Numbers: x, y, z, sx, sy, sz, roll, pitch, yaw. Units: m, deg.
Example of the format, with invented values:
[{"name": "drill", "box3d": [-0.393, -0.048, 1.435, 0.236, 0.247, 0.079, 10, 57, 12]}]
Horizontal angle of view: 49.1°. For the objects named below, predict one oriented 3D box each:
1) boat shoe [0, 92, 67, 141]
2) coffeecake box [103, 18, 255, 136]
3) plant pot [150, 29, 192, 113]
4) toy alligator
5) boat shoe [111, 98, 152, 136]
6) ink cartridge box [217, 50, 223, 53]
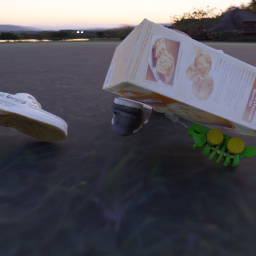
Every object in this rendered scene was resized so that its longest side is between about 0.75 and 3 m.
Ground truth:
[{"name": "boat shoe", "box3d": [-2.415, -0.423, 6.478, 2.494, 0.883, 0.864, 17, 55, 14]}, {"name": "coffeecake box", "box3d": [1.112, -0.766, 5.275, 2.775, 1.014, 2.130, 18, 0, -14]}, {"name": "plant pot", "box3d": [1.042, -1.403, 8.275, 2.406, 2.406, 1.615, -3, 58, -9]}, {"name": "toy alligator", "box3d": [1.516, 0.289, 5.378, 1.961, 0.532, 0.581, 24, -7, 13]}, {"name": "boat shoe", "box3d": [0.045, -0.279, 6.477, 0.834, 0.711, 2.494, 16, 6, 8]}, {"name": "ink cartridge box", "box3d": [2.143, -1.984, 10.153, 2.342, 1.693, 0.986, 7, 19, 16]}]
